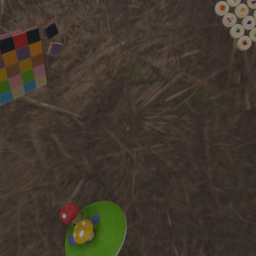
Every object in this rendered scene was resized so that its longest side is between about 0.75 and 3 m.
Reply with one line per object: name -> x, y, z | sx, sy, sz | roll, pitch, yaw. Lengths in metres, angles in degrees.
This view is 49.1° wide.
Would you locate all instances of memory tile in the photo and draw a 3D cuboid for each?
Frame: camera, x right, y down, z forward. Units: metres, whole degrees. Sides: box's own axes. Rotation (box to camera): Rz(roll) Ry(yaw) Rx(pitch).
memory tile -> 2.863, -2.711, 6.846 | 1.043, 0.114, 1.361 | -35, 95, 6

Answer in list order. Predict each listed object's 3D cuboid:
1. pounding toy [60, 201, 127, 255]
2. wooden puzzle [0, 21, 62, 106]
pounding toy -> -0.980, 2.257, 5.727 | 1.553, 0.934, 2.012 | -13, 43, 37
wooden puzzle -> -2.750, -1.414, 6.630 | 0.198, 1.671, 2.818 | 38, 53, 25
